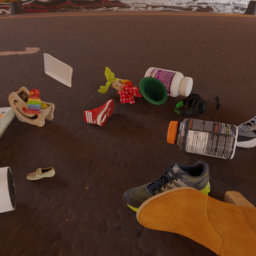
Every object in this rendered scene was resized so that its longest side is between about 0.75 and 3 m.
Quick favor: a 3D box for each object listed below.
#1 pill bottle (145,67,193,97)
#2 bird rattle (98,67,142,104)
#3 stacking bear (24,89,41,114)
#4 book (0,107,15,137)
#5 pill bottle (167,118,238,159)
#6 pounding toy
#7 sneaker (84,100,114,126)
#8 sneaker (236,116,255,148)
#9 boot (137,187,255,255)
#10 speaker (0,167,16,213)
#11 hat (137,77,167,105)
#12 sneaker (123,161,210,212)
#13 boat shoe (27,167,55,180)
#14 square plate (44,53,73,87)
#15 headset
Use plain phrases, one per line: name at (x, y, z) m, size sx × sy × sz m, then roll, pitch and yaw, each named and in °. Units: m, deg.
pill bottle at (1.958, -2.181, 13.575) m, size 2.147 × 1.206 × 1.206 m, roll 17°, pitch 33°, yaw 27°
bird rattle at (-0.170, -1.990, 13.309) m, size 2.315 × 1.304 × 1.888 m, roll 24°, pitch 18°, yaw 28°
stacking bear at (-3.398, -0.963, 10.134) m, size 0.541 × 0.892 × 0.507 m, roll 3°, pitch 1°, yaw 27°
book at (-5.492, -0.104, 10.472) m, size 1.674 × 0.602 × 2.505 m, roll -3°, pitch 28°, yaw 0°
pill bottle at (2.375, 0.292, 9.126) m, size 2.112 × 1.122 × 1.122 m, roll 10°, pitch 30°, yaw 16°
pounding toy at (-3.830, -1.032, 11.279) m, size 2.229 × 1.275 × 1.279 m, roll 14°, pitch 37°, yaw 23°
sneaker at (-1.242, -0.740, 11.506) m, size 1.001 × 0.679 × 1.732 m, roll 9°, pitch 29°, yaw 13°
sneaker at (4.528, -0.249, 9.715) m, size 2.636 × 1.500 × 0.995 m, roll -7°, pitch 30°, yaw -12°
boot at (1.777, 2.204, 5.755) m, size 2.872 × 1.011 × 2.056 m, roll -2°, pitch 27°, yaw -13°
speaker at (-4.138, 1.689, 6.631) m, size 2.718 × 1.104 × 1.104 m, roll -8°, pitch 30°, yaw -16°
hat at (0.871, -1.445, 13.198) m, size 1.451 × 1.542 × 1.752 m, roll 41°, pitch 50°, yaw -4°
sneaker at (1.029, 1.420, 7.192) m, size 2.481 × 1.004 × 0.917 m, roll -12°, pitch 31°, yaw -21°
boat shoe at (-2.556, 1.302, 8.183) m, size 0.795 × 0.264 × 0.294 m, roll -9°, pitch 30°, yaw -17°
square plate at (-3.072, -2.574, 12.444) m, size 1.408 × 1.395 × 0.200 m, roll 30°, pitch 61°, yaw 1°
headset at (2.986, -0.913, 12.012) m, size 1.989 × 0.935 × 1.228 m, roll -18°, pitch 27°, yaw -2°
